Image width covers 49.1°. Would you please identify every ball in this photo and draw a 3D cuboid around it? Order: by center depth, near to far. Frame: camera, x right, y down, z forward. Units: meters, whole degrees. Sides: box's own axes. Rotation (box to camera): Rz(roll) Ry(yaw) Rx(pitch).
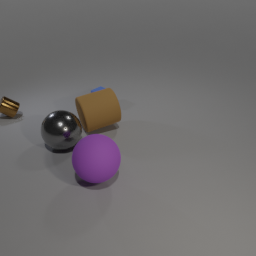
[{"bbox_3d":[-0.904,0.872,8.049,1.400,1.400,1.400,0,31,0],"label":"ball"},{"bbox_3d":[-2.322,0.074,9.791,1.400,1.400,1.400,0,31,0],"label":"ball"}]

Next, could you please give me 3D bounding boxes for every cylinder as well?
[{"bbox_3d":[-1.159,-0.702,10.837,1.400,1.400,1.400,-19,35,-17],"label":"cylinder"},{"bbox_3d":[-5.040,-0.882,11.775,0.700,0.700,0.700,27,16,-33],"label":"cylinder"}]

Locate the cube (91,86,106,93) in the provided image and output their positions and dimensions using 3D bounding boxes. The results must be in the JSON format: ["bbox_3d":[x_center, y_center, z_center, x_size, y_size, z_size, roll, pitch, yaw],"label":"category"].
[{"bbox_3d":[-1.234,-1.403,12.863,0.700,0.700,0.700,25,37,26],"label":"cube"}]
